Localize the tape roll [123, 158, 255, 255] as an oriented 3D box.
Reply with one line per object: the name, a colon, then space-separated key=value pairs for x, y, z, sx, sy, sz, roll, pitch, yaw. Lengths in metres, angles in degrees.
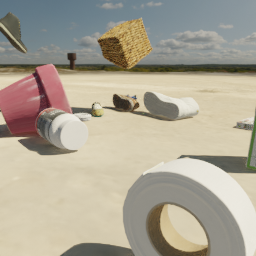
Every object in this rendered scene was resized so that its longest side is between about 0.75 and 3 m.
tape roll: x=0.657 y=1.114 z=3.215 sx=1.489 sy=1.489 sz=0.521 roll=10 pitch=17 yaw=36

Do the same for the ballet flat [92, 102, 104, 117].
ballet flat: x=-1.521 y=-0.960 z=13.674 sx=0.605 sy=0.605 sz=1.712 roll=-3 pitch=14 yaw=-10

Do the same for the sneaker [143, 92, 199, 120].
sneaker: x=2.094 y=-1.102 z=13.558 sx=1.658 sy=1.057 sz=2.870 roll=-7 pitch=25 yaw=-32

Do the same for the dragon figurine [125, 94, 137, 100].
dragon figurine: x=-0.011 y=-1.771 z=17.141 sx=1.722 sy=0.507 sz=0.856 roll=9 pitch=16 yaw=28

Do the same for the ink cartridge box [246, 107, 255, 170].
ink cartridge box: x=3.453 y=-0.119 z=6.821 sx=0.642 sy=2.166 sz=1.124 roll=11 pitch=18 yaw=31

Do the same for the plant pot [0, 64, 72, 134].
plant pot: x=-3.413 y=-0.885 z=10.175 sx=2.174 sy=2.429 sz=2.429 roll=-20 pitch=19 yaw=-16

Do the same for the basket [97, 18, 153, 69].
basket: x=-0.203 y=-4.023 z=13.680 sx=1.655 sy=1.728 sz=2.319 roll=5 pitch=41 yaw=42

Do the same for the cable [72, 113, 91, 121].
cable: x=-2.013 y=-0.471 z=12.329 sx=0.768 sy=0.266 sz=0.768 roll=10 pitch=15 yaw=32

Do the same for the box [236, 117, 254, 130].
box: x=4.990 y=-0.184 z=11.187 sx=1.371 sy=0.238 sz=0.755 roll=-13 pitch=19 yaw=-42

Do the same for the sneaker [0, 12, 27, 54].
sneaker: x=-4.291 y=-3.674 z=10.879 sx=0.564 sy=1.507 sz=0.800 roll=15 pitch=62 yaw=40

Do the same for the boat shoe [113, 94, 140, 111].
boat shoe: x=-0.138 y=-1.357 z=15.068 sx=0.766 sy=0.808 sz=2.134 roll=-4 pitch=23 yaw=-32

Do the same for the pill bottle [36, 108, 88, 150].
pill bottle: x=-2.030 y=0.027 z=8.587 sx=1.070 sy=1.070 sz=1.846 roll=-10 pitch=18 yaw=-35
